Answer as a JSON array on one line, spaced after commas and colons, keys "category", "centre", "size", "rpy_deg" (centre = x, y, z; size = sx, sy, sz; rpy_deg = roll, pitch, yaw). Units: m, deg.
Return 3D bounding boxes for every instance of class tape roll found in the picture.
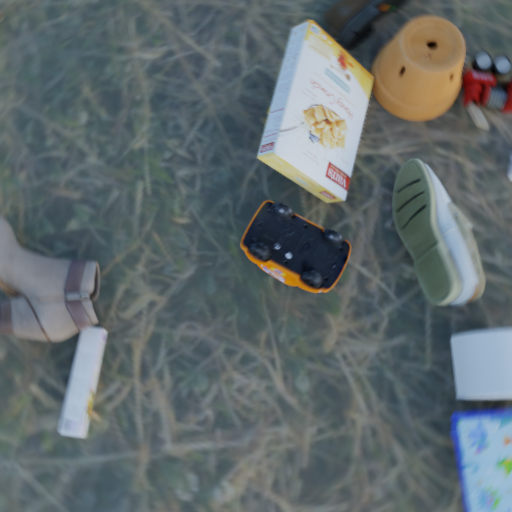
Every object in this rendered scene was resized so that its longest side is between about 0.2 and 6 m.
[{"category": "tape roll", "centre": [4.150, 1.861, 9.506], "size": [1.522, 1.522, 1.045], "rpy_deg": [-1, 74, 0]}]

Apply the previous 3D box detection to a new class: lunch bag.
[{"category": "lunch bag", "centre": [4.289, 3.400, 9.218], "size": [2.036, 1.298, 1.731], "rpy_deg": [-2, 75, -11]}]

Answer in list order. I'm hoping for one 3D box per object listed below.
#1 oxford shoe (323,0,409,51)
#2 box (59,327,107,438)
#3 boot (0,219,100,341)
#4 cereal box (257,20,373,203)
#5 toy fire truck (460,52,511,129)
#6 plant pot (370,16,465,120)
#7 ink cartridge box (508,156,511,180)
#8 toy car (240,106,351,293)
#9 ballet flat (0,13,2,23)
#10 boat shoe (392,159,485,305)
[{"category": "oxford shoe", "centre": [2.557, -5.644, 11.757], "size": [2.787, 1.013, 1.176], "rpy_deg": [-40, 77, -9]}, {"category": "box", "centre": [-3.075, 2.232, 9.997], "size": [0.394, 0.368, 1.903], "rpy_deg": [7, 75, 2]}, {"category": "boot", "centre": [-3.839, 0.353, 10.263], "size": [1.853, 0.890, 2.535], "rpy_deg": [-9, 70, -7]}, {"category": "cereal box", "centre": [1.199, -2.669, 10.616], "size": [2.020, 0.555, 2.808], "rpy_deg": [25, 72, -38]}, {"category": "toy fire truck", "centre": [4.768, -3.160, 11.213], "size": [1.346, 0.984, 1.529], "rpy_deg": [15, 89, 5]}, {"category": "plant pot", "centre": [3.311, -3.821, 11.122], "size": [1.833, 1.283, 1.833], "rpy_deg": [0, 74, -1]}, {"category": "ink cartridge box", "centre": [5.255, -1.889, 11.002], "size": [0.308, 0.534, 0.733], "rpy_deg": [14, 76, 4]}, {"category": "toy car", "centre": [0.835, -1.124, 10.545], "size": [1.903, 1.291, 3.880], "rpy_deg": [12, 67, -4]}, {"category": "ballet flat", "centre": [-6.462, -5.096, 11.782], "size": [2.169, 0.738, 0.729], "rpy_deg": [-11, 66, -4]}, {"category": "boat shoe", "centre": [3.374, -0.452, 10.437], "size": [0.989, 1.081, 2.893], "rpy_deg": [3, 65, -26]}]
